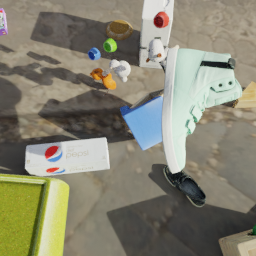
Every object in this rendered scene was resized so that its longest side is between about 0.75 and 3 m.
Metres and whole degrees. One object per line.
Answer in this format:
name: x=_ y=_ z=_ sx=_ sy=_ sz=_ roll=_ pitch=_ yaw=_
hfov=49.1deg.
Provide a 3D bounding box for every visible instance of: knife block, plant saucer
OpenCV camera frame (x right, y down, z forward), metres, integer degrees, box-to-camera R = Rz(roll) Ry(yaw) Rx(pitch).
knife block: x=3.837 y=-0.812 z=8.136 sx=1.051 sy=0.383 sz=1.197 roll=39 pitch=68 yaw=19
plant saucer: x=-0.300 y=-3.418 z=9.618 sx=0.947 sy=0.168 sz=0.947 roll=0 pitch=62 yaw=0
plant saucer: x=-2.730 y=1.910 z=5.554 sx=2.952 sy=0.707 sz=2.948 roll=7 pitch=37 yaw=-12

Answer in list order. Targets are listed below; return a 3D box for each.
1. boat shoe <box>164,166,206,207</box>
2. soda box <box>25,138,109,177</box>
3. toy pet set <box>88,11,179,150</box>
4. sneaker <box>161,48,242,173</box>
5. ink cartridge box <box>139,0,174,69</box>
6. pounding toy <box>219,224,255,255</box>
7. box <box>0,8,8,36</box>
boat shoe: x=1.426 y=1.375 z=6.971 sx=0.496 sy=0.440 sz=1.327 roll=-33 pitch=67 yaw=-16
soda box: x=-1.512 y=0.754 z=7.154 sx=2.016 sy=0.687 sz=0.642 roll=-6 pitch=63 yaw=-3
toy pet set: x=0.021 y=-0.956 z=7.111 sx=1.548 sy=2.915 sz=2.722 roll=-42 pitch=111 yaw=-38
sneaker: x=1.321 y=-0.314 z=5.000 sx=1.363 sy=0.850 sz=2.311 roll=3 pitch=85 yaw=12
ink cartridge box: x=0.817 y=-2.977 z=8.357 sx=0.837 sy=1.985 sz=1.449 roll=6 pitch=63 yaw=3
pounding toy: x=3.103 y=2.720 z=5.887 sx=1.960 sy=1.514 sz=2.129 roll=-14 pitch=73 yaw=-6
box: x=-4.965 y=-3.514 z=9.590 sx=1.522 sy=0.297 sz=1.041 roll=-14 pitch=63 yaw=-7
